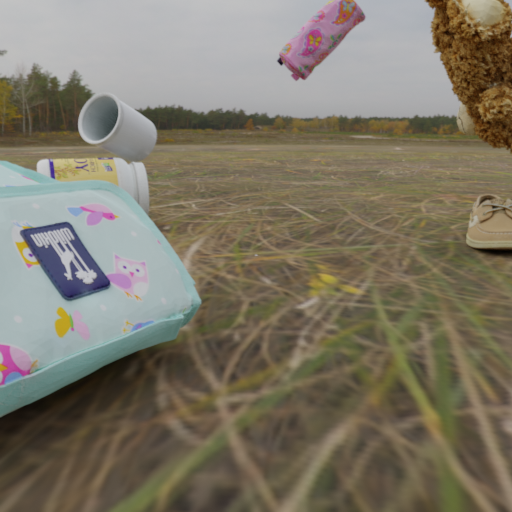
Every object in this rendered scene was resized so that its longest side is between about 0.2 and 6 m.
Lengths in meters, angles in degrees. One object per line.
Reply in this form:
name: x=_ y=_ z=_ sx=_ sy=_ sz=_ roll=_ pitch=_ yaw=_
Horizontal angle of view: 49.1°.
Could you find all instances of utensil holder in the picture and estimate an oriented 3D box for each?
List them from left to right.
utensil holder: x=-2.735 y=-2.512 z=11.194 sx=1.040 sy=1.040 sz=1.223 roll=7 pitch=-8 yaw=27

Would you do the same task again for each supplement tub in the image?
supplement tub: x=-3.127 y=-1.169 z=10.747 sx=1.929 sy=1.402 sz=1.402 roll=-6 pitch=15 yaw=-21

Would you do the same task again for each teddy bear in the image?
teddy bear: x=3.191 y=-2.723 z=8.188 sx=1.097 sy=2.382 sz=3.285 roll=-36 pitch=-25 yaw=16

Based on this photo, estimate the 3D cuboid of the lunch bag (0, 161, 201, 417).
lunch bag: x=-2.203 y=0.190 z=4.654 sx=2.856 sy=1.742 sz=2.433 roll=20 pitch=18 yaw=24

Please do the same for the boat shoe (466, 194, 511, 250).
boat shoe: x=4.130 y=-0.619 z=9.821 sx=0.862 sy=0.781 sz=2.419 roll=3 pitch=14 yaw=12

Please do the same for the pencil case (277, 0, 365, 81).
pencil case: x=1.255 y=-4.239 z=10.875 sx=0.779 sy=1.781 sz=0.779 roll=44 pitch=8 yaw=-8
